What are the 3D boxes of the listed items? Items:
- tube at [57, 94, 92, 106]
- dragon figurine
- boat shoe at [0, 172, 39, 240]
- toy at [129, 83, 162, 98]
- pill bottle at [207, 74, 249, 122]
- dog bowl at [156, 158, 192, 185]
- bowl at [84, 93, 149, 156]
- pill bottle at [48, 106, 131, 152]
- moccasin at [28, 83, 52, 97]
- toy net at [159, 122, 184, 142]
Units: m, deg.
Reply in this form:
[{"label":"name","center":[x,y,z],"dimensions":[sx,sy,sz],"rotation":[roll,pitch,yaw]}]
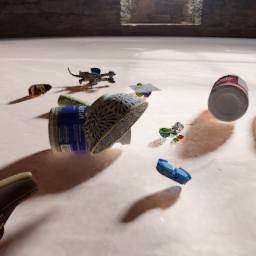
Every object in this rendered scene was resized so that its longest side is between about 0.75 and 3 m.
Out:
[{"label":"tube","center":[-1.837,-0.897,11.285],"dimensions":[2.172,0.564,0.630],"rotation":[17,66,25]},{"label":"dragon figurine","center":[-1.987,-2.879,15.587],"dimensions":[2.853,0.839,1.418],"rotation":[17,28,34]},{"label":"boat shoe","center":[-2.609,1.688,4.696],"dimensions":[0.951,0.952,2.705],"rotation":[49,44,11]},{"label":"toy","center":[0.762,-1.743,13.322],"dimensions":[1.197,0.491,2.079],"rotation":[-6,21,-8]},{"label":"pill bottle","center":[3.966,-1.292,10.995],"dimensions":[1.434,1.434,2.617],"rotation":[8,24,19]},{"label":"dog bowl","center":[1.029,1.018,6.447],"dimensions":[0.886,0.220,0.494],"rotation":[28,17,-6]},{"label":"bowl","center":[-0.407,-0.249,6.253],"dimensions":[0.801,1.707,1.707],"rotation":[48,38,9]},{"label":"pill bottle","center":[-1.059,0.001,8.067],"dimensions":[2.254,1.305,1.305],"rotation":[-2,23,-6]},{"label":"moccasin","center":[-4.236,-1.852,13.563],"dimensions":[0.614,0.581,1.590],"rotation":[-1,12,19]},{"label":"toy net","center":[1.582,0.048,9.276],"dimensions":[0.750,0.276,1.430],"rotation":[13,25,28]}]
